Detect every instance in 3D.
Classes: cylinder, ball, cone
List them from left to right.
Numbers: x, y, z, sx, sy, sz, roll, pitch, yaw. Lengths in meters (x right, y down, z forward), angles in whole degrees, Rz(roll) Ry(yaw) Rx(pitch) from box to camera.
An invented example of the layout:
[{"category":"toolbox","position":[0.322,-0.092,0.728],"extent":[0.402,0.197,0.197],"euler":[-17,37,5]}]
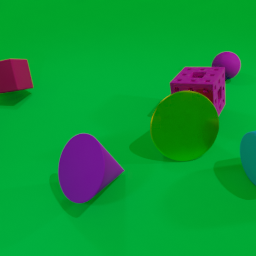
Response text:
[{"category":"cone","position":[-0.477,0.808,5.490],"extent":[1.251,1.247,1.247],"euler":[14,18,-49]},{"category":"cone","position":[1.155,-0.163,6.870],"extent":[1.562,1.562,1.568],"euler":[-5,11,-6]},{"category":"ball","position":[3.217,-2.043,9.208],"extent":[0.913,0.913,0.913],"euler":[0,37,0]},{"category":"cylinder","position":[3.014,0.533,5.536],"extent":[1.128,1.128,1.128],"euler":[-11,38,-6]}]

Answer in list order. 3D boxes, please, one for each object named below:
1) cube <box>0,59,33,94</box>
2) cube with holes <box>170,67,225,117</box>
[{"category":"cube","position":[-3.446,-1.500,8.174],"extent":[0.874,0.874,0.874],"euler":[-8,11,12]},{"category":"cube with holes","position":[1.867,-0.895,7.380],"extent":[1.086,1.086,1.086],"euler":[8,36,31]}]
